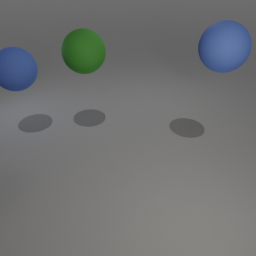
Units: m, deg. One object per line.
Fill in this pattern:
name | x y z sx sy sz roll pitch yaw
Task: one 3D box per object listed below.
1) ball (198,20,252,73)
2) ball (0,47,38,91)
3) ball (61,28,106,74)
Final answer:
ball | 2.667 -2.246 7.768 1.400 1.400 1.400 0 30 0
ball | -3.636 -1.882 8.990 1.400 1.400 1.400 0 30 0
ball | -1.400 -2.426 8.895 1.400 1.400 1.400 0 30 0
